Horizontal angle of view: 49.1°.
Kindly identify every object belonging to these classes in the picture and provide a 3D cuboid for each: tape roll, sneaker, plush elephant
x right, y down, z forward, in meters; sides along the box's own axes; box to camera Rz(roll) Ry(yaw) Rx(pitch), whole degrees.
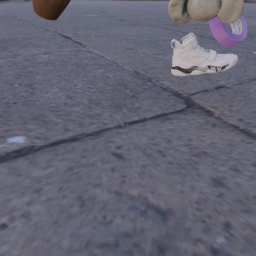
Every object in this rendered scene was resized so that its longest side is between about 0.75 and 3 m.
[{"bbox_3d":[3.323,-3.405,9.275,1.343,1.343,0.441,-21,-3,-32],"label":"tape roll"},{"bbox_3d":[1.248,-1.251,4.660,1.107,0.636,0.416,-6,29,12],"label":"sneaker"},{"bbox_3d":[2.246,-3.862,7.583,2.165,2.036,2.629,21,43,25],"label":"plush elephant"}]

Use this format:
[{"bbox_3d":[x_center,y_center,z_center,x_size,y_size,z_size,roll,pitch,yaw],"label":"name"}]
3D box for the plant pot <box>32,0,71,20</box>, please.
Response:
[{"bbox_3d":[-2.000,-3.662,7.370,1.333,1.426,1.333,19,39,-16],"label":"plant pot"}]
